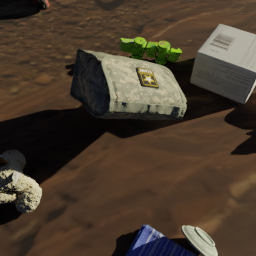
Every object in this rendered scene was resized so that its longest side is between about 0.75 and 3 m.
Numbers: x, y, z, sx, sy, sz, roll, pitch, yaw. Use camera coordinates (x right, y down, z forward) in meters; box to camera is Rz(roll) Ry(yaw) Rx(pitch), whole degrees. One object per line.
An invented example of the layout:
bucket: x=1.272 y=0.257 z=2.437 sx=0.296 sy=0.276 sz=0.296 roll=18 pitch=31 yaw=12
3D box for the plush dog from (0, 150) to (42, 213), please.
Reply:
plush dog: x=-2.950 y=1.280 z=6.046 sx=1.468 sy=1.371 sz=1.709 roll=-41 pitch=59 yaw=-1

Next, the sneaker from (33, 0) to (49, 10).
sneaker: x=-3.659 y=-5.574 z=11.677 sx=0.933 sy=0.675 sz=1.910 roll=-29 pitch=56 yaw=-19

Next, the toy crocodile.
toy crocodile: x=0.742 y=-2.629 z=9.351 sx=2.092 sy=0.706 sz=0.646 roll=11 pitch=49 yaw=6

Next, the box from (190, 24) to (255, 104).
box: x=3.145 y=-1.992 z=8.525 sx=1.826 sy=1.193 sz=1.816 roll=26 pitch=56 yaw=19

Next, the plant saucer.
plant saucer: x=1.433 y=2.175 z=5.435 sx=0.872 sy=0.872 sz=0.219 roll=41 pitch=97 yaw=27

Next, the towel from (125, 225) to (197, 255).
towel: x=0.741 y=2.765 z=5.404 sx=1.664 sy=0.198 sz=1.205 roll=26 pitch=57 yaw=19

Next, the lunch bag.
lunch bag: x=-0.022 y=-0.942 z=6.678 sx=2.021 sy=1.449 sz=2.464 roll=3 pitch=21 yaw=-32
